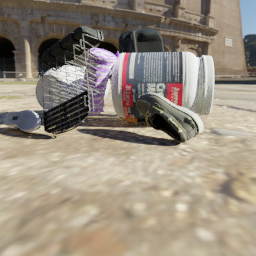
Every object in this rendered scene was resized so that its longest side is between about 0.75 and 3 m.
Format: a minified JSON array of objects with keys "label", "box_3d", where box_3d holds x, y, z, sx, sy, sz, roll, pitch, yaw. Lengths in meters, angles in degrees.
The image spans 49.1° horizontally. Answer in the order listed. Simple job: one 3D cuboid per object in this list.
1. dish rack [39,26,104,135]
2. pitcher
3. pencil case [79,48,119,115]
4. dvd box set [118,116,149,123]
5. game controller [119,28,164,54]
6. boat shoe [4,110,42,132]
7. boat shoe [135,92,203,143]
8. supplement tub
[{"label":"dish rack","box_3d":[-1.369,-1.065,6.630,1.843,2.402,0.655,-20,-21,37]},{"label":"pitcher","box_3d":[-1.534,-1.484,9.265,1.645,2.328,2.714,43,25,13]},{"label":"pencil case","box_3d":[-0.850,-1.225,7.700,0.808,1.889,0.793,7,36,-17]},{"label":"dvd box set","box_3d":[0.245,-0.311,8.709,0.690,0.139,0.943,-6,12,-36]},{"label":"game controller","box_3d":[0.570,-1.828,9.293,1.471,2.819,0.594,-12,12,-17]},{"label":"boat shoe","box_3d":[-2.500,-0.117,6.897,1.486,0.520,0.492,2,-18,39]},{"label":"boat shoe","box_3d":[0.740,-0.256,6.193,0.577,0.690,1.929,-35,40,-21]},{"label":"supplement tub","box_3d":[0.950,-1.188,7.896,2.624,1.841,1.841,1,11,8]}]
